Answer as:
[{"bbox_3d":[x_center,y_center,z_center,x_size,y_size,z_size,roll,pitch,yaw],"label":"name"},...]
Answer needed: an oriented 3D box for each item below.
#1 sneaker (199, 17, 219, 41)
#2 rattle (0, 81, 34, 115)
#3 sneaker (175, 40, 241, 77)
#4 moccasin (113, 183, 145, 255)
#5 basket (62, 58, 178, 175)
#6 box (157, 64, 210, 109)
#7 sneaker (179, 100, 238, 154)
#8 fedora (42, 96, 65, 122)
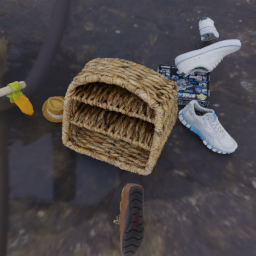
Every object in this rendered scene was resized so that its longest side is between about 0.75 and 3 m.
[{"bbox_3d":[2.805,-3.416,9.687,0.613,1.678,0.594,-4,95,18],"label":"sneaker"},{"bbox_3d":[-3.820,-0.807,8.746,1.551,1.108,1.010,-20,31,11],"label":"rattle"},{"bbox_3d":[2.547,-2.137,8.798,2.069,0.756,0.733,-18,84,7],"label":"sneaker"},{"bbox_3d":[0.022,2.186,6.735,0.616,0.650,1.683,1,82,-23],"label":"moccasin"},{"bbox_3d":[-0.309,-0.414,7.428,2.861,2.042,2.132,19,56,20],"label":"basket"},{"bbox_3d":[1.778,-1.389,9.189,1.736,0.399,1.379,7,60,4],"label":"box"},{"bbox_3d":[2.377,-0.052,8.052,1.943,0.842,0.728,39,53,10],"label":"sneaker"},{"bbox_3d":[-2.219,-0.678,8.770,1.027,0.419,1.027,0,59,0],"label":"fedora"}]
